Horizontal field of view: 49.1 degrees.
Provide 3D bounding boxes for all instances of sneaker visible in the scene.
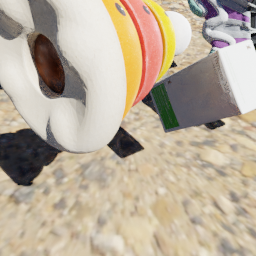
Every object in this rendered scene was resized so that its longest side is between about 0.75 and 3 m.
[{"bbox_3d":[2.345,-2.025,5.104,1.129,2.031,2.904,-22,84,-31],"label":"sneaker"}]

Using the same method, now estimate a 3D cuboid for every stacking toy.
[{"bbox_3d":[-0.067,-0.844,2.813,1.564,1.564,2.141,28,40,30],"label":"stacking toy"}]

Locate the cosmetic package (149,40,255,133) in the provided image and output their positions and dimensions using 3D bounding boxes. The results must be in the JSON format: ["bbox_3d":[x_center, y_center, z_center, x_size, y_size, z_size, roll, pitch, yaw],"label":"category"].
[{"bbox_3d":[1.095,-0.518,4.097,0.683,0.866,1.610,-21,0,-28],"label":"cosmetic package"}]
